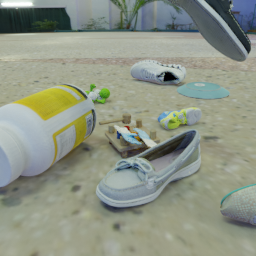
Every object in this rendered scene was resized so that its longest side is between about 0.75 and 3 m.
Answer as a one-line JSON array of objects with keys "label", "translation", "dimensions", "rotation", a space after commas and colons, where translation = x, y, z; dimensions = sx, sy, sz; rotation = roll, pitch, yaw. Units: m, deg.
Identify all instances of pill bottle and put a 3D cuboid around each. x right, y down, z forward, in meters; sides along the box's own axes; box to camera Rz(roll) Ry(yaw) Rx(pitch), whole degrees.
[{"label": "pill bottle", "translation": [-2.067, 0.074, 6.455], "dimensions": [1.638, 1.638, 2.923], "rotation": [9, 25, 21]}]

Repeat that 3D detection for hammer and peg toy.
[{"label": "hammer and peg toy", "translation": [-0.029, 0.162, 7.620], "dimensions": [1.213, 0.581, 1.649], "rotation": [-12, 26, -22]}]

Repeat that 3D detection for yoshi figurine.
[{"label": "yoshi figurine", "translation": [-1.210, -1.280, 10.896], "dimensions": [0.779, 0.782, 1.392], "rotation": [30, 32, 23]}]

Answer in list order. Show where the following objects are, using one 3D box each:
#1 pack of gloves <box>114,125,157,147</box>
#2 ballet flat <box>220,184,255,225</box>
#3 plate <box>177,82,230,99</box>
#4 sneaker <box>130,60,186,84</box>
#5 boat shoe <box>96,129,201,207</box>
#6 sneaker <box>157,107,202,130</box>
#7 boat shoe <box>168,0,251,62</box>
[{"label": "pack of gloves", "translation": [0.234, 0.145, 6.916], "dimensions": [0.856, 0.201, 1.019], "rotation": [6, 22, -30]}, {"label": "ballet flat", "translation": [2.741, 1.307, 4.736], "dimensions": [2.323, 0.784, 0.724], "rotation": [-6, 33, -12]}, {"label": "plate", "translation": [3.330, -1.748, 12.455], "dimensions": [2.293, 0.293, 2.293], "rotation": [-1, 24, 0]}, {"label": "sneaker", "translation": [1.398, -2.699, 13.880], "dimensions": [2.842, 1.068, 1.152], "rotation": [7, 33, 19]}, {"label": "boat shoe", "translation": [0.535, 0.756, 5.813], "dimensions": [2.746, 0.881, 1.012], "rotation": [-16, 28, -34]}, {"label": "sneaker", "translation": [1.599, -0.403, 8.949], "dimensions": [1.495, 0.566, 0.785], "rotation": [-13, 26, -26]}, {"label": "boat shoe", "translation": [1.505, -2.346, 5.232], "dimensions": [0.763, 2.528, 0.956], "rotation": [-46, 8, -2]}]
